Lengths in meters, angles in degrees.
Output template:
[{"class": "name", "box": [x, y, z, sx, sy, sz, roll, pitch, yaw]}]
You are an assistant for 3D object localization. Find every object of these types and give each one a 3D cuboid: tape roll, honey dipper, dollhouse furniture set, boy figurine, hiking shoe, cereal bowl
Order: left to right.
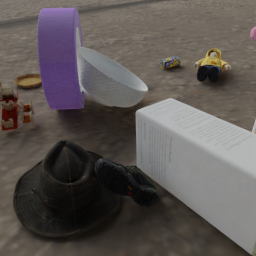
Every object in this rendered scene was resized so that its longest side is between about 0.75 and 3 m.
[{"class": "honey dipper", "box": [-4.051, -1.133, 9.091, 0.458, 0.458, 2.410, -26, 44, -34]}, {"class": "dollhouse furniture set", "box": [-3.324, -0.495, 7.857, 1.316, 0.678, 1.302, -8, 59, -11]}, {"class": "tape roll", "box": [-1.817, -1.948, 8.099, 0.920, 2.804, 2.804, -2, 33, -3]}, {"class": "cereal bowl", "box": [-0.646, -1.378, 8.475, 2.434, 1.014, 2.434, 28, 21, -11]}, {"class": "hiking shoe", "box": [-0.046, 0.977, 5.435, 1.403, 0.531, 0.706, 36, 16, -15]}, {"class": "boy figurine", "box": [3.303, -2.445, 10.831, 1.363, 0.706, 2.192, 11, 37, 21]}]

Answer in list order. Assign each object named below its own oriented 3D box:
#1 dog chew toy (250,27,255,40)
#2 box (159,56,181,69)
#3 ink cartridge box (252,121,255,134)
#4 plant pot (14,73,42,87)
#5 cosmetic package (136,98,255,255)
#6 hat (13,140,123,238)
[{"class": "dog chew toy", "box": [3.382, -2.475, 6.810, 0.852, 0.531, 0.531, -37, 28, 18]}, {"class": "box", "box": [1.730, -2.708, 11.547, 0.923, 0.323, 0.297, -20, 38, -27]}, {"class": "ink cartridge box", "box": [3.115, 0.403, 5.094, 1.359, 2.171, 1.395, -24, 40, -32]}, {"class": "plant pot", "box": [-3.587, -1.720, 10.207, 1.073, 0.147, 1.073, 0, 34, 0]}, {"class": "cosmetic package", "box": [1.422, 0.647, 5.194, 1.097, 1.506, 2.962, -23, 37, -31]}, {"class": "hat", "box": [-1.208, 0.870, 5.516, 2.388, 0.963, 2.388, -1, 34, 1]}]
